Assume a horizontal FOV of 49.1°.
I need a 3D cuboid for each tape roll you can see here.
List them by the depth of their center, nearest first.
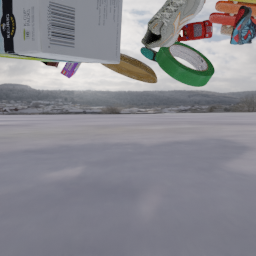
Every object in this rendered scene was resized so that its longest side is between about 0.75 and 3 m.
[{"bbox_3d":[1.629,-1.857,7.982,1.691,0.407,1.691,16,42,-15],"label":"tape roll"}]

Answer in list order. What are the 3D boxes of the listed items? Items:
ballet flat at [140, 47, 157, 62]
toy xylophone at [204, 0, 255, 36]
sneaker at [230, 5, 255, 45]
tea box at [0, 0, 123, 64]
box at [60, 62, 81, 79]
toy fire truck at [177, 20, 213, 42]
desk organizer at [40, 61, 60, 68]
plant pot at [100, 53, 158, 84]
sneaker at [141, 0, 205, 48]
[{"bbox_3d":[0.903,-2.393,9.276,1.059,0.381,0.381,31,10,11],"label":"ballet flat"},{"bbox_3d":[2.857,-3.449,7.101,2.053,0.704,2.804,10,-19,20],"label":"toy xylophone"},{"bbox_3d":[2.772,-2.354,6.462,0.632,0.525,1.323,13,-5,15],"label":"sneaker"},{"bbox_3d":[-1.612,-2.617,5.051,2.675,2.720,1.817,11,12,38],"label":"tea box"},{"bbox_3d":[-1.803,-2.524,10.034,0.386,1.350,1.973,31,11,-12],"label":"box"},{"bbox_3d":[1.700,-3.294,9.817,1.693,0.585,2.400,-9,16,-9],"label":"toy fire truck"},{"bbox_3d":[-3.106,-2.721,9.889,1.484,0.532,0.571,34,18,17],"label":"desk organizer"},{"bbox_3d":[-0.005,-1.439,6.573,1.564,0.215,1.564,22,-1,0],"label":"plant pot"},{"bbox_3d":[0.931,-2.438,6.149,0.894,0.736,1.944,-31,-16,-33],"label":"sneaker"}]
